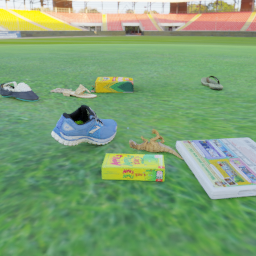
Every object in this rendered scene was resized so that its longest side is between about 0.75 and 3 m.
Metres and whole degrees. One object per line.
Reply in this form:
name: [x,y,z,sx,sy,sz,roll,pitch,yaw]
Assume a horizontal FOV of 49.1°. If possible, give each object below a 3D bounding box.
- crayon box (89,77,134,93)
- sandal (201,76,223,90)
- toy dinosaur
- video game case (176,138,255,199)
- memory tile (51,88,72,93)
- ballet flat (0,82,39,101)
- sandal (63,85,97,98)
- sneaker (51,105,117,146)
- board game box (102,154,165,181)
crayon box: [-0.830,-2.175,14.019,2.201,0.559,1.397,-1,20,-1]
sandal: [4.479,-2.450,14.743,0.775,0.557,1.952,-3,21,-8]
toy dinosaur: [0.771,0.476,7.315,1.449,0.438,0.770,8,55,14]
video game case: [2.402,0.805,6.395,2.037,0.247,2.238,-2,23,-8]
memory tile: [-3.279,-1.837,13.792,0.919,0.077,0.705,8,22,20]
ballet flat: [-4.866,-1.648,12.358,2.144,0.783,0.783,10,23,25]
sandal: [-2.239,-1.719,12.808,1.638,0.539,0.601,6,21,17]
sneaker: [-0.978,-0.093,7.443,0.815,0.925,2.076,37,24,30]
board game box: [0.129,0.859,6.208,1.329,0.316,0.675,1,20,4]
